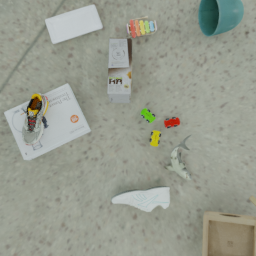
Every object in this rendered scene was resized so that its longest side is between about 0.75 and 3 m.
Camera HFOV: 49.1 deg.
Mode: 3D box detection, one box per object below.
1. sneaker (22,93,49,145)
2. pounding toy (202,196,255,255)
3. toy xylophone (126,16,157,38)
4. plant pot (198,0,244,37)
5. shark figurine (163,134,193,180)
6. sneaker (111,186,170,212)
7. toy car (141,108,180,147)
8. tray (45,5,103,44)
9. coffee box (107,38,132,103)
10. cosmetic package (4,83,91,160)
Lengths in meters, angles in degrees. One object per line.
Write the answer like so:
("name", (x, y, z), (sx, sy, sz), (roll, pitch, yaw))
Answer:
("sneaker", (-3.370, -0.340, 9.856), (0.743, 0.784, 1.909), (8, 82, 1))
("pounding toy", (3.969, 3.475, 9.344), (2.809, 1.285, 2.468), (2, 81, 17))
("toy xylophone", (0.527, -4.161, 11.439), (1.251, 0.314, 0.916), (-16, 80, -3))
("plant pot", (3.684, -4.458, 10.931), (1.265, 1.576, 1.576), (-11, 80, -12))
("shark figurine", (1.892, 0.998, 10.281), (1.080, 1.807, 0.754), (12, 37, 29))
("sneaker", (0.476, 2.610, 10.044), (2.167, 0.762, 0.868), (-5, 83, -2))
("toy car", (1.052, -0.188, 10.743), (1.493, 0.333, 1.405), (-44, 83, -8))
("tray", (-2.207, -4.224, 11.491), (2.149, 0.238, 1.154), (-19, 80, -3))
("coffee box", (-0.286, -2.144, 10.618), (0.862, 1.237, 2.163), (1, 81, 1))
("cosmetic package", (-3.008, -0.227, 10.585), (2.621, 0.677, 1.976), (-26, 84, -5))
